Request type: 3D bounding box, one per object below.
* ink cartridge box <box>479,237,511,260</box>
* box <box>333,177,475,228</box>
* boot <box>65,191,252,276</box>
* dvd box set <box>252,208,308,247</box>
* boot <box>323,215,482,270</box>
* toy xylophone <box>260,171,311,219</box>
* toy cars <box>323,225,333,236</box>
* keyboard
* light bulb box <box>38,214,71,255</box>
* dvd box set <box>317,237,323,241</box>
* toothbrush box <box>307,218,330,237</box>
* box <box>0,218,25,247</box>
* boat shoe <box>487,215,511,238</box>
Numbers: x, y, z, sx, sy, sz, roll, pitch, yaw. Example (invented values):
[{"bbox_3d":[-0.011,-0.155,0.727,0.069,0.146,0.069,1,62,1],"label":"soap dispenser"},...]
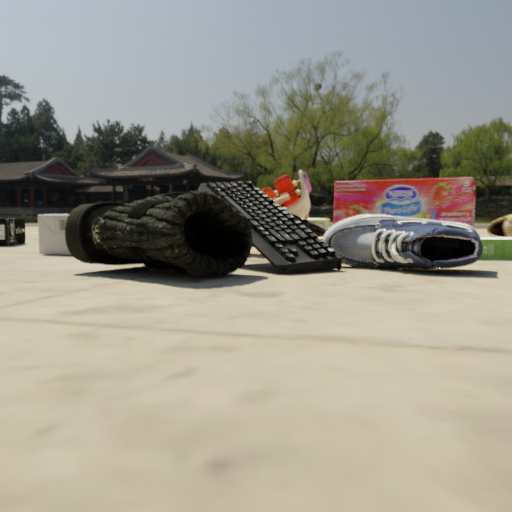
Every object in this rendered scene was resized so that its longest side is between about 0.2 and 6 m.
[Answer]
[{"bbox_3d":[3.903,-0.131,9.715,1.251,0.371,0.650,0,4,6],"label":"ink cartridge box"},{"bbox_3d":[3.125,-0.873,11.902,2.820,1.406,1.346,1,0,21],"label":"box"},{"bbox_3d":[-0.859,-0.356,7.743,2.177,1.096,2.912,-2,9,34],"label":"boot"},{"bbox_3d":[0.434,-0.747,14.030,1.543,0.310,2.109,2,23,13],"label":"dvd box set"},{"bbox_3d":[1.923,-0.190,7.640,2.187,0.796,0.988,-2,4,18],"label":"boot"},{"bbox_3d":[-0.004,-0.788,10.366,2.427,0.610,1.777,-24,-15,-2],"label":"toy xylophone"},{"bbox_3d":[1.550,-0.497,14.036,1.266,0.280,0.568,-16,-8,-10],"label":"toy cars"},{"bbox_3d":[0.298,-0.523,8.308,1.498,0.320,2.494,0,31,-36],"label":"keyboard"},{"bbox_3d":[-3.340,-0.424,10.919,1.232,0.776,1.243,2,5,20],"label":"light bulb box"},{"bbox_3d":[1.990,-0.358,13.795,1.059,0.213,1.448,0,4,14],"label":"dvd box set"},{"bbox_3d":[1.462,-0.712,15.579,1.118,0.661,1.536,1,6,11],"label":"toothbrush box"},{"bbox_3d":[-6.687,-0.594,13.786,1.587,0.683,1.299,0,4,-4],"label":"box"},{"bbox_3d":[6.128,-0.628,13.122,0.669,0.746,2.015,7,-7,-5],"label":"boat shoe"}]
